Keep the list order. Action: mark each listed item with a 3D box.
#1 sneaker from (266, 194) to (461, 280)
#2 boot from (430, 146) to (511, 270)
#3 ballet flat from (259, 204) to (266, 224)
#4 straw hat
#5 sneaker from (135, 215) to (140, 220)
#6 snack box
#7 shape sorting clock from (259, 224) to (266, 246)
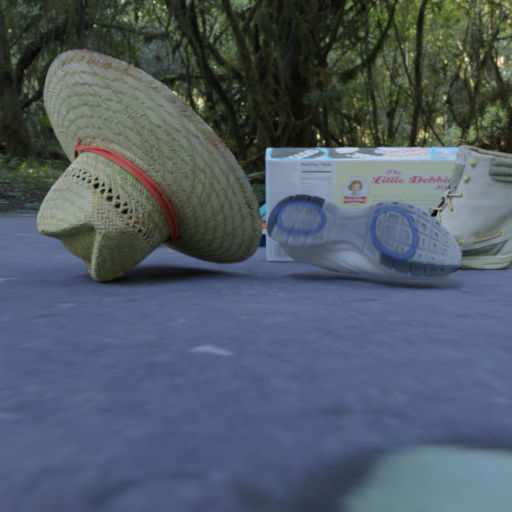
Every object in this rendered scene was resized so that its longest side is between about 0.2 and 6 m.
[{"bbox_3d":[1.309,-0.151,6.854,2.314,0.862,1.008,15,-21,23],"label":"sneaker"},{"bbox_3d":[2.664,-0.694,7.905,2.221,1.718,0.800,2,24,-3],"label":"boot"},{"bbox_3d":[0.869,-1.434,13.902,0.906,2.406,0.816,36,24,-10],"label":"ballet flat"},{"bbox_3d":[-1.779,-0.530,6.860,3.596,3.596,1.522,6,49,47],"label":"straw hat"},{"bbox_3d":[-3.044,-0.862,12.751,1.760,1.218,3.141,1,6,-2],"label":"sneaker"},{"bbox_3d":[1.671,-0.781,8.792,3.037,1.764,0.563,1,30,2],"label":"snack box"},{"bbox_3d":[0.478,-0.584,13.119,2.954,0.580,2.954,0,6,0],"label":"shape sorting clock"}]
